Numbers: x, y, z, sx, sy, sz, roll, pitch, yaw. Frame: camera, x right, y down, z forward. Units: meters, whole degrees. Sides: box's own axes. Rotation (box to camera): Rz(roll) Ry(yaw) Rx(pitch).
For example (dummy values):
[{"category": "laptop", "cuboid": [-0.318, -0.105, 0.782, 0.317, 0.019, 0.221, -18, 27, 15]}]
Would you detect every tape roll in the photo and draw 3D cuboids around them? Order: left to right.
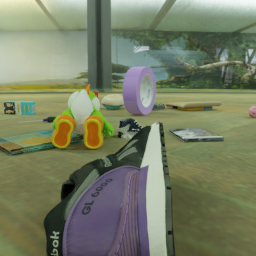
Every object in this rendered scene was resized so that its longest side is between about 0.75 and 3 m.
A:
[{"category": "tape roll", "cuboid": [0.582, -1.764, 13.319, 0.738, 2.248, 2.248, 5, 11, 26]}]

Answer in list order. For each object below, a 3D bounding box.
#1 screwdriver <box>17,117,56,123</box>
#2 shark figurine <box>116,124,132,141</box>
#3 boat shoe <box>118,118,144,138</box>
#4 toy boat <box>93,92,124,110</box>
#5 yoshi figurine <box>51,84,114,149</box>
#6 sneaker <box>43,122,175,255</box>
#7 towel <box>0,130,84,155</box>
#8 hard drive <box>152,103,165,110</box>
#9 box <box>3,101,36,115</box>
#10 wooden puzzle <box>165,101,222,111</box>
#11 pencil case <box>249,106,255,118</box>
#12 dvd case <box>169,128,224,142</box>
[{"category": "screwdriver", "cuboid": [-3.376, -0.261, 10.736, 1.694, 0.236, 0.247, -12, 47, -45]}, {"category": "shark figurine", "cuboid": [0.108, 0.386, 6.399, 0.396, 0.949, 0.567, -36, 26, 29]}, {"category": "boat shoe", "cuboid": [0.277, -0.023, 8.355, 1.194, 0.554, 0.446, -5, 11, -23]}, {"category": "toy boat", "cuboid": [-1.172, -1.466, 16.011, 2.058, 0.957, 1.730, 12, 18, 21]}, {"category": "yoshi figurine", "cuboid": [-1.330, -0.153, 7.988, 1.591, 1.597, 2.842, -36, 21, 10]}, {"category": "sneaker", "cuboid": [-0.137, 0.595, 3.538, 1.282, 1.109, 2.929, -4, 9, 7]}, {"category": "towel", "cuboid": [-2.364, 0.341, 7.369, 1.976, 0.214, 1.449, -11, 14, -42]}, {"category": "hard drive", "cuboid": [1.014, -1.260, 15.970, 1.309, 0.354, 1.873, -8, 12, -38]}, {"category": "box", "cuboid": [-5.226, -0.970, 13.521, 1.534, 0.631, 0.377, 2, 10, 14]}, {"category": "wooden puzzle", "cuboid": [3.657, -1.268, 15.981, 2.313, 0.465, 2.500, -4, 6, -18]}, {"category": "pencil case", "cuboid": [5.824, -0.662, 12.057, 0.553, 0.530, 1.279, -8, 11, -21]}, {"category": "dvd case", "cuboid": [1.990, 0.187, 8.414, 1.172, 0.126, 1.576, -1, 10, -7]}]
